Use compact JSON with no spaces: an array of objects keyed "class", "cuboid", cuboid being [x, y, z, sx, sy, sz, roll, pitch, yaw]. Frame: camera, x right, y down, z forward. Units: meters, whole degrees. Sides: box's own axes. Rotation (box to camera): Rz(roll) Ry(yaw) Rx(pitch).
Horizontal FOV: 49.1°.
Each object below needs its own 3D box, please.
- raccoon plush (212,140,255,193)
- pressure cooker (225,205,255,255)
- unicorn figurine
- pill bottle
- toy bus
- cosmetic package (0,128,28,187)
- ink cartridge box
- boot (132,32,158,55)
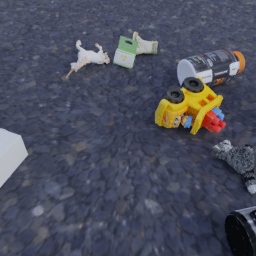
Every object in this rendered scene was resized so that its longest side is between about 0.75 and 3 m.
[{"class":"raccoon plush","cuboid":[2.888,0.985,7.699,1.035,0.748,1.545,-1,44,10]},{"class":"pressure cooker","cuboid":[2.947,2.251,6.002,1.381,1.233,1.214,-8,87,-9]},{"class":"unicorn figurine","cuboid":[-1.690,-2.953,11.624,2.083,0.769,1.431,-10,55,-18]},{"class":"pill bottle","cuboid":[3.180,-2.228,10.545,2.398,1.274,1.274,-18,47,-17]},{"class":"toy bus","cuboid":[2.081,-0.458,8.834,1.931,1.311,1.854,-32,63,-27]},{"class":"cosmetic package","cuboid":[-3.937,1.060,7.425,1.300,0.935,2.304,17,46,17]},{"class":"ink cartridge box","cuboid":[-0.089,-3.078,11.444,0.813,1.117,0.268,20,39,4]},{"class":"boot","cuboid":[0.768,-3.843,12.742,1.163,0.542,1.504,0,50,1]}]
